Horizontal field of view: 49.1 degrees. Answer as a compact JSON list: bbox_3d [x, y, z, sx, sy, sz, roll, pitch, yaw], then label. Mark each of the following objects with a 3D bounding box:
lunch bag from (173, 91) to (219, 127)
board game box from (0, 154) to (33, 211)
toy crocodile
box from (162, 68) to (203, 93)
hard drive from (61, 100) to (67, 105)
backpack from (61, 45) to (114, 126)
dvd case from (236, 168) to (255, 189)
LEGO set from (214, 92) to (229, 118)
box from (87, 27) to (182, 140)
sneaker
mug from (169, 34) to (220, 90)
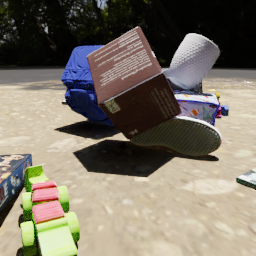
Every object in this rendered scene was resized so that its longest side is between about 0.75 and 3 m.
[{"bbox_3d":[1.827,-0.594,9.472,2.148,1.330,1.826,11,17,9],"label":"lunch bag"},{"bbox_3d":[-2.768,0.923,4.724,1.725,0.441,2.547,-2,7,-7],"label":"board game box"},{"bbox_3d":[-1.168,1.177,4.032,0.728,0.666,2.156,-6,16,-20],"label":"toy crocodile"},{"bbox_3d":[1.492,-1.776,12.645,2.811,1.463,2.559,8,24,42],"label":"box"},{"bbox_3d":[-2.742,-1.423,14.744,0.948,0.189,1.438,4,16,14],"label":"hard drive"},{"bbox_3d":[-0.738,-1.313,10.182,2.360,2.437,2.904,16,-11,36],"label":"backpack"},{"bbox_3d":[2.862,1.023,5.676,1.122,0.123,0.819,-10,18,-37],"label":"dvd case"},{"bbox_3d":[3.726,-1.070,12.099,0.799,0.860,2.095,-3,15,-12],"label":"LEGO set"},{"bbox_3d":[0.131,-1.130,7.186,1.613,1.629,1.964,-26,50,10],"label":"box"},{"bbox_3d":[1.439,0.037,7.867,2.620,0.950,1.494,10,15,32],"label":"sneaker"},{"bbox_3d":[2.089,-2.191,9.738,1.307,1.552,1.770,32,0,-15],"label":"mug"}]
